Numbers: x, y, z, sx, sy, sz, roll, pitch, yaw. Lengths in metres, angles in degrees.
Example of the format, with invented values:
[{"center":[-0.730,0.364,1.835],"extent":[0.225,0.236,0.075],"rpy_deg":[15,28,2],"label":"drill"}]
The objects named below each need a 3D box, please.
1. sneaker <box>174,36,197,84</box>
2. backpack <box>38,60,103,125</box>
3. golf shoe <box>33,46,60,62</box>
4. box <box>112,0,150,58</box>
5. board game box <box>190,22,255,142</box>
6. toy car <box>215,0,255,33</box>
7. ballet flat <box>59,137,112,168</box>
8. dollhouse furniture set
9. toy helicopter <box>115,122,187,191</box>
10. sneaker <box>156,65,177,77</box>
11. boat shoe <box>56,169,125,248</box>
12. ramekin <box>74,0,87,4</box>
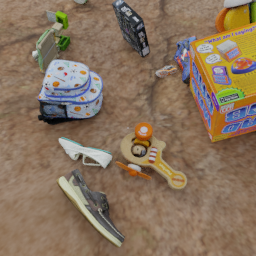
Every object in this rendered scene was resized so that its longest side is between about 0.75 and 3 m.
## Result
[{"center":[2.529,-2.925,12.298],"extent":[1.006,0.966,2.565],"rpy_deg":[-3,54,20],"label":"sneaker"},{"center":[-2.110,-1.448,10.763],"extent":[2.331,1.885,2.447],"rpy_deg":[8,54,-7],"label":"backpack"},{"center":[-3.796,-3.562,12.870],"extent":[1.262,0.494,0.614],"rpy_deg":[-25,55,-17],"label":"golf shoe"},{"center":[0.175,-4.351,12.341],"extent":[0.468,2.149,1.722],"rpy_deg":[-36,63,-4],"label":"box"},{"center":[3.857,-1.526,9.766],"extent":[2.684,2.682,2.681],"rpy_deg":[-16,61,4],"label":"board game box"},{"center":[5.407,-5.153,13.121],"extent":[2.769,2.424,2.077],"rpy_deg":[-19,23,-11],"label":"toy car"},{"center":[-1.600,0.907,9.901],"extent":[2.076,0.721,0.721],"rpy_deg":[17,59,10],"label":"ballet flat"},{"center":[-3.681,-3.816,12.305],"extent":[1.249,1.631,2.489],"rpy_deg":[18,59,7],"label":"dollhouse furniture set"},{"center":[0.792,1.199,9.470],"extent":[2.647,1.044,1.751],"rpy_deg":[40,68,20],"label":"toy helicopter"},{"center":[1.636,-2.506,12.243],"extent":[1.008,0.395,0.389],"rpy_deg":[-15,58,-22],"label":"sneaker"},{"center":[-1.061,2.349,8.664],"extent":[0.947,1.070,2.923],"rpy_deg":[-42,66,-18],"label":"boat shoe"},{"center":[-2.554,-7.169,14.826],"extent":[1.145,1.145,0.559],"rpy_deg":[22,67,14],"label":"ramekin"}]
